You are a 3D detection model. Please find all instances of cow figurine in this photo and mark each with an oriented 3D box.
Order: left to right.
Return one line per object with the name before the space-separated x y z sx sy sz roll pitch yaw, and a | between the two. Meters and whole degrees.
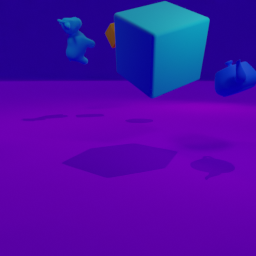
cow figurine | -2.101 -3.389 10.835 1.597 1.623 0.891 13 17 -41

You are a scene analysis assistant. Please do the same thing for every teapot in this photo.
teapot | 1.907 -0.923 5.023 0.758 0.597 1.220 -19 -2 9

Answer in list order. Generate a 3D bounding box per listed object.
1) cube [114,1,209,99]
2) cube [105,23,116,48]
cube | 0.623 -1.616 5.665 1.310 1.310 1.310 -24 46 -24
cube | -0.387 -3.828 11.449 0.728 0.728 0.728 -25 -3 -26
